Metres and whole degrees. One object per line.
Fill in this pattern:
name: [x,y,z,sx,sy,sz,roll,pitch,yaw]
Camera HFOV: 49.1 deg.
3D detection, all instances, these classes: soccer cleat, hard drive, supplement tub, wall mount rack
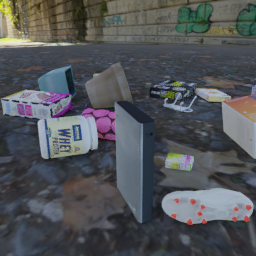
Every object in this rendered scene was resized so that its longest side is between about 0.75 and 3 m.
soccer cleat: [1.803,1.766,6.520,2.159,0.748,0.837,5,16,-7]
hard drive: [0.126,0.742,6.676,0.400,2.433,1.698,-8,22,-18]
supplement tub: [-2.008,0.275,9.379,1.812,1.314,1.314,-7,23,-16]
wall mount rack: [2.702,-1.324,14.412,1.660,0.619,1.442,20,29,39]

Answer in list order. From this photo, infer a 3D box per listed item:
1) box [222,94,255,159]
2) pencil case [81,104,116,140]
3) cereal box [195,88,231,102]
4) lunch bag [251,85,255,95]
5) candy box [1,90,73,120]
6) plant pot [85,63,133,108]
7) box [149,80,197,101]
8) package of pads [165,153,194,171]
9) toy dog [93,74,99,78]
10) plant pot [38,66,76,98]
box: [4.822,-0.212,10.136,1.923,1.343,2.526,-13,23,-2]
pencil case: [-0.522,-0.164,10.747,2.613,1.186,1.224,11,29,18]
cereal box: [4.860,-1.913,16.161,1.338,0.368,1.860,0,20,-13]
lunch bag: [7.609,-2.153,16.376,0.862,0.733,0.534,-17,28,-34]
candy box: [-4.401,-1.173,13.693,2.789,0.851,1.902,6,23,17]
plant pot: [-1.037,-1.921,14.272,1.993,2.296,2.296,-19,24,-4]
box: [2.786,-2.330,16.998,2.111,0.583,2.635,12,24,27]
package of pads: [1.610,1.066,8.795,0.824,0.281,0.637,6,21,18]
toy dog: [-1.255,-2.549,16.420,2.111,1.519,2.177,-5,18,-43]
plant pot: [-4.144,-2.513,16.172,1.736,1.705,1.700,-7,21,3]
